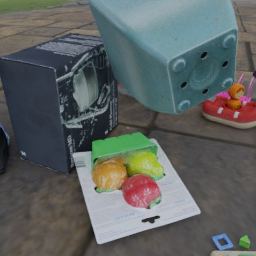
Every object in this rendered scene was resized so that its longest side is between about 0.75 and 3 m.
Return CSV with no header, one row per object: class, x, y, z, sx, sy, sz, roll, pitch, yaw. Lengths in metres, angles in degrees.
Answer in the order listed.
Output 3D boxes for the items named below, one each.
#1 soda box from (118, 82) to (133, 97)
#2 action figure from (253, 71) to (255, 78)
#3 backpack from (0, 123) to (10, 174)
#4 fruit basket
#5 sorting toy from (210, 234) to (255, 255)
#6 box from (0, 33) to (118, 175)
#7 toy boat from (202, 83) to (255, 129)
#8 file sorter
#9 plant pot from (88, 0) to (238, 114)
soda box,0.733,-1.594,10.678,2.649,0.840,0.927,20,37,31
action figure,3.275,-0.857,5.753,1.382,0.899,0.479,38,18,-4
backpack,-3.998,0.266,7.141,1.827,1.346,2.002,-9,31,-13
fruit basket,0.072,1.213,6.149,2.160,1.093,2.332,-11,48,-17
sorting toy,1.947,2.405,4.661,0.923,0.223,1.639,-1,31,-2
box,-1.591,-0.798,7.473,1.719,2.774,2.727,15,34,23
toy boat,3.419,-0.816,8.984,1.919,1.255,1.253,19,36,28
file sorter,3.605,-1.440,10.216,1.685,1.057,1.171,16,34,25
plant pot,1.006,-1.802,6.178,2.498,2.505,2.551,-27,49,-6
